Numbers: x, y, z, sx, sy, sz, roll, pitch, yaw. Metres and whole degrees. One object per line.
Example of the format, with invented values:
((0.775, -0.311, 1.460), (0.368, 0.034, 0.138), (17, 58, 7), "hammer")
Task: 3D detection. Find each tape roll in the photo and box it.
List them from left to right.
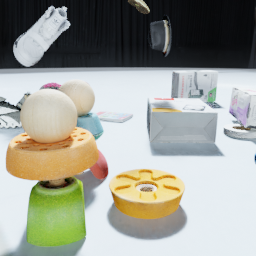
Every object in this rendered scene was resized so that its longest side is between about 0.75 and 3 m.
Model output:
((3.313, 0.080, 8.220), (1.010, 0.185, 1.010), (1, 14, 0), "tape roll")

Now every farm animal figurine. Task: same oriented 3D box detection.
((-2.712, -0.743, 9.794), (1.517, 0.945, 1.878), (-3, 0, 17), "farm animal figurine")

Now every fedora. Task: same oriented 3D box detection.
((1.037, -3.139, 9.589), (0.643, 1.408, 1.408), (-1, 15, -5), "fedora")

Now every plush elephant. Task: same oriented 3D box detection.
((-3.504, -0.724, 10.182), (0.901, 0.959, 1.164), (32, 46, -15), "plush elephant")

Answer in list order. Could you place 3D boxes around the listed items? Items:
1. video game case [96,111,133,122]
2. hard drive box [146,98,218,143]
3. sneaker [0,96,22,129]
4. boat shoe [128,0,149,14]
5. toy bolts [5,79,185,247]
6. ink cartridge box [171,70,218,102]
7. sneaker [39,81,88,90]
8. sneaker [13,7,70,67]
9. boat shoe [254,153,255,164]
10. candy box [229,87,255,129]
((-0.635, -0.427, 10.273), (1.395, 0.122, 0.998), (7, 16, 22), "video game case")
((1.462, -0.292, 8.314), (1.757, 0.866, 2.255), (1, 15, 0), "hard drive box")
((-4.067, -0.594, 8.872), (2.565, 1.160, 0.852), (-2, 16, -8), "sneaker")
((0.331, -3.439, 7.675), (0.283, 0.300, 0.789), (-1, -13, 39), "boat shoe")
((-0.507, 0.183, 4.584), (2.552, 1.853, 2.672), (-4, 15, -14), "toy bolts")
((3.218, -2.022, 13.637), (2.039, 1.488, 0.857), (-4, 17, -13), "ink cartridge box")
((-3.156, -1.722, 14.080), (2.531, 1.000, 1.207), (-4, -6, -17), "sneaker")
((-3.294, -3.699, 10.914), (1.680, 1.099, 2.924), (-27, 33, 37), "sneaker")
((3.657, 0.575, 4.982), (2.607, 0.895, 1.097), (9, 17, 30), "boat shoe")
((4.861, -0.586, 8.764), (2.802, 1.002, 2.350), (6, 15, 7), "candy box")
